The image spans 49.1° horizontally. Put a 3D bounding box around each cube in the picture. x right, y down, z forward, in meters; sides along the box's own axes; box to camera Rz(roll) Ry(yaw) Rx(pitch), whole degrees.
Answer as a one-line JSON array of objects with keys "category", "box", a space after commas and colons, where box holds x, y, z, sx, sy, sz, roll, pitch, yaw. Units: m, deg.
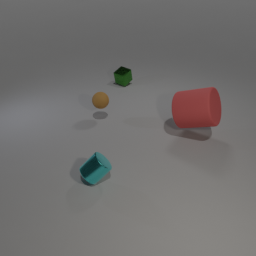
[{"category": "cube", "box": [-0.262, -2.803, 15.172, 0.700, 0.700, 0.700, 25, 56, 29]}]

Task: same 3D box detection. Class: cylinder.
[{"category": "cylinder", "box": [2.521, -0.719, 10.250, 1.400, 1.400, 1.400, -4, 24, 35]}, {"category": "cylinder", "box": [-0.962, 1.193, 8.337, 0.700, 0.700, 0.700, -44, 31, 11]}]

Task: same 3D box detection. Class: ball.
[{"category": "ball", "box": [-1.125, -1.133, 11.486, 0.700, 0.700, 0.700, 0, 30, 0]}]
